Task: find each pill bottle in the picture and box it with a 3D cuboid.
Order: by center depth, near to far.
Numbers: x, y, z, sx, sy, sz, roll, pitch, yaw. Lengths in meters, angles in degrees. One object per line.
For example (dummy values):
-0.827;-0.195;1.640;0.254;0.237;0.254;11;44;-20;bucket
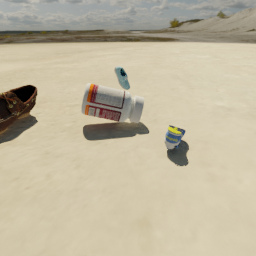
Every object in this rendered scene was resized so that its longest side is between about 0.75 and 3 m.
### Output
-0.480;-0.741;8.803;1.838;1.007;1.007;12;20;-7;pill bottle

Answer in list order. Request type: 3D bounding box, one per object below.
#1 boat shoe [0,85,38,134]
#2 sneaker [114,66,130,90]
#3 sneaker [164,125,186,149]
-3.731;-0.685;8.559;1.040;1.039;2.956;34;22;-6;boat shoe
-0.186;-2.167;12.349;0.442;1.195;0.490;-43;29;-18;sneaker
1.187;0.228;7.284;0.470;0.522;1.270;17;10;17;sneaker
